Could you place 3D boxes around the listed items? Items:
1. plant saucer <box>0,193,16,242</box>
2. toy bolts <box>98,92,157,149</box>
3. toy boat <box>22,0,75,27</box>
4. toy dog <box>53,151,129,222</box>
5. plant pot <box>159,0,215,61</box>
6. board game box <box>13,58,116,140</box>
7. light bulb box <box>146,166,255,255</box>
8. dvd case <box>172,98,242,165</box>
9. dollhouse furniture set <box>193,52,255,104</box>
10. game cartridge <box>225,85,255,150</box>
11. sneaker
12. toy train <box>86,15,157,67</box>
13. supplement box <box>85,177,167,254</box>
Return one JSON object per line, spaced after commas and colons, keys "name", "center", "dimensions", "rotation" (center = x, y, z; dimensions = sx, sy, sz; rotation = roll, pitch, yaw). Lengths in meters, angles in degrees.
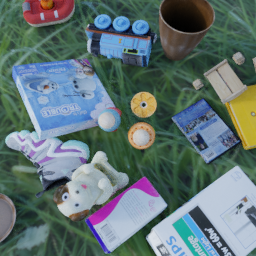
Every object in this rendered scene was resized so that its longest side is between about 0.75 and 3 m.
{"name": "plant saucer", "center": [-4.402, 2.938, 9.004], "dimensions": [1.658, 0.266, 1.658], "rotation": [0, 65, 0]}
{"name": "toy bolts", "center": [0.000, -0.336, 9.149], "dimensions": [1.965, 1.363, 1.877], "rotation": [11, 95, 5]}
{"name": "toy boat", "center": [-3.485, -5.435, 12.083], "dimensions": [2.281, 1.491, 1.489], "rotation": [-13, 66, -6]}
{"name": "toy dog", "center": [-1.279, 1.814, 8.317], "dimensions": [1.943, 2.004, 1.398], "rotation": [-41, 84, 28]}
{"name": "plant pot", "center": [2.004, -3.589, 10.623], "dimensions": [1.938, 2.074, 1.938], "rotation": [1, 66, -2]}
{"name": "board game box", "center": [-2.239, -1.197, 10.078], "dimensions": [2.879, 0.624, 2.865], "rotation": [-16, 64, -32]}
{"name": "light bulb box", "center": [2.125, 2.819, 7.689], "dimensions": [2.764, 2.739, 1.725], "rotation": [-31, 69, -15]}
{"name": "dvd case", "center": [2.878, 0.064, 10.336], "dimensions": [1.560, 0.192, 2.187], "rotation": [-30, 69, -14]}
{"name": "dollhouse furniture set", "center": [4.185, -1.434, 10.652], "dimensions": [2.558, 1.249, 2.181], "rotation": [-33, 61, 19]}
{"name": "game cartridge", "center": [5.242, -0.566, 10.524], "dimensions": [2.710, 0.440, 2.389], "rotation": [-10, 66, -7]}
{"name": "sneaker", "center": [-2.877, 1.267, 9.275], "dimensions": [2.906, 1.130, 2.033], "rotation": [9, 65, 4]}
{"name": "toy train", "center": [-0.341, -3.535, 11.397], "dimensions": [2.928, 1.269, 1.673], "rotation": [11, 74, 7]}
{"name": "supplement box", "center": [-0.029, 2.683, 8.636], "dimensions": [2.220, 1.147, 1.123], "rotation": [-33, 69, -13]}
